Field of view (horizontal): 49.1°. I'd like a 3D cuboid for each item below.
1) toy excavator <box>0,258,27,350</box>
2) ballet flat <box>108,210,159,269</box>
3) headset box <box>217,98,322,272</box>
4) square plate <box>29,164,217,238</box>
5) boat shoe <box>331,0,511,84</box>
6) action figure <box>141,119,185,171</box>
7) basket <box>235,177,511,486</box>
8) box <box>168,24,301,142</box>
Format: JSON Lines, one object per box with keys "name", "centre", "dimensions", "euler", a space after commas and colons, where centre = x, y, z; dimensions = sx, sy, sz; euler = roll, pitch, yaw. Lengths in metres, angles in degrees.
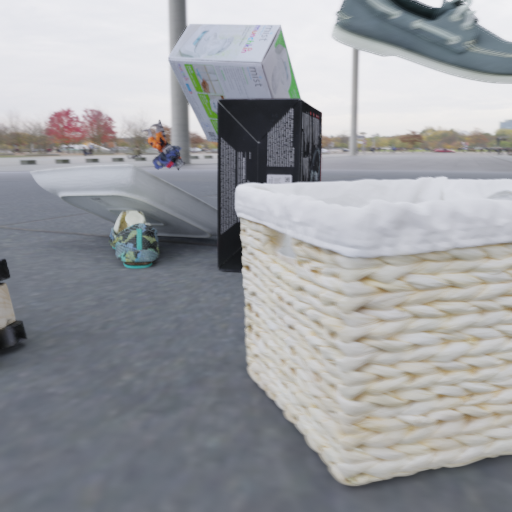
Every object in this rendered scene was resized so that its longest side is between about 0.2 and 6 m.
{"name": "toy excavator", "centre": [-3.138, 0.685, 4.841], "dimensions": [1.676, 0.837, 1.629], "euler": [-12, 8, 6]}
{"name": "ballet flat", "centre": [-2.152, -0.410, 9.960], "dimensions": [0.915, 0.915, 2.465], "euler": [-4, 11, -20]}
{"name": "headset box", "centre": [0.386, -1.328, 9.963], "dimensions": [1.361, 2.623, 3.525], "euler": [3, 12, 10]}
{"name": "square plate", "centre": [-2.296, -0.941, 10.934], "dimensions": [3.150, 0.448, 3.121], "euler": [4, -14, 38]}
{"name": "boat shoe", "centre": [2.947, -3.575, 8.847], "dimensions": [3.456, 1.068, 1.258], "euler": [18, 34, 10]}
{"name": "action figure", "centre": [-1.650, -2.065, 10.529], "dimensions": [1.004, 0.972, 0.525], "euler": [-11, 29, 49]}
{"name": "basket", "centre": [1.059, 0.301, 4.053], "dimensions": [2.087, 1.678, 2.068], "euler": [-3, 11, -18]}
{"name": "box", "centre": [-0.350, -3.791, 12.758], "dimensions": [2.315, 1.269, 2.624], "euler": [10, -28, 24]}
